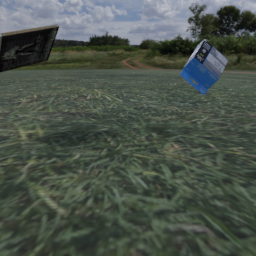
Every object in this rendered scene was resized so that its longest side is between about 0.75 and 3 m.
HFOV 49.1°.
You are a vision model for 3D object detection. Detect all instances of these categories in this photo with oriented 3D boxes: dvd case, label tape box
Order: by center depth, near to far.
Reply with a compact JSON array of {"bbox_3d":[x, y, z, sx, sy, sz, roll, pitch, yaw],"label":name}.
[{"bbox_3d":[1.333,-1.056,4.852,0.815,0.587,0.258,-57,9,-29],"label":"label tape box"},{"bbox_3d":[-2.678,-2.027,7.197,1.751,0.140,1.302,-30,-12,-40],"label":"dvd case"}]
